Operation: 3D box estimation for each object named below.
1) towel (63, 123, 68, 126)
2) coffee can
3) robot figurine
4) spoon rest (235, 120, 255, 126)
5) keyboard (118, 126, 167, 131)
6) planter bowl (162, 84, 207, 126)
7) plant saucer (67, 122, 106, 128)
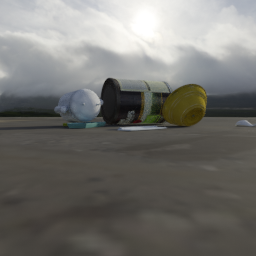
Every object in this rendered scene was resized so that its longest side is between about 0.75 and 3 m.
[{"bbox_3d":[-2.125,-0.134,11.765,0.607,0.127,1.409,6,4,17],"label":"towel"},{"bbox_3d":[0.397,-1.234,13.196,2.882,2.109,2.109,-1,3,-25],"label":"coffee can"},{"bbox_3d":[-1.965,-0.878,11.321,1.928,1.284,2.274,-19,10,-35],"label":"robot figurine"},{"bbox_3d":[4.888,-0.187,11.408,0.557,0.340,1.121,0,-11,-28],"label":"spoon rest"},{"bbox_3d":[0.494,0.024,8.823,0.524,0.099,1.861,9,9,41],"label":"keyboard"},{"bbox_3d":[2.449,-0.691,11.199,2.006,2.006,0.835,-1,38,-23],"label":"planter bowl"},{"bbox_3d":[-1.510,-0.122,10.593,0.741,0.201,2.121,1,2,14],"label":"plant saucer"}]
